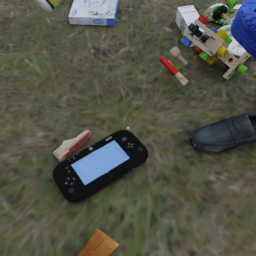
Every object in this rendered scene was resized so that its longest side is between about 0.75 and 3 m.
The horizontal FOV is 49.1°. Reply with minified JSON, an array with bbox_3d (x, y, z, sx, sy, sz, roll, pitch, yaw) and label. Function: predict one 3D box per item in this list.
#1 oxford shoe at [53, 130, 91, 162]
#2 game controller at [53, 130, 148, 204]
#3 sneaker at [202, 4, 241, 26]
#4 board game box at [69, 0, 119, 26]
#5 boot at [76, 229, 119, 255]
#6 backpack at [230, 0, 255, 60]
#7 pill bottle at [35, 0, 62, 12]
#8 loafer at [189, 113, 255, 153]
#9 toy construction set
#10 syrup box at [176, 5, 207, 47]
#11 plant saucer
[{"bbox_3d":[-1.374,0.364,6.881,0.390,0.374,1.057,36,63,24],"label":"oxford shoe"},{"bbox_3d":[-0.626,0.826,6.510,2.175,0.458,1.135,-29,61,-19],"label":"game controller"},{"bbox_3d":[3.348,-3.774,9.593,1.688,0.649,0.748,-4,64,0],"label":"sneaker"},{"bbox_3d":[-1.191,-4.315,10.082,1.579,0.344,1.586,4,56,3],"label":"board game box"},{"bbox_3d":[-0.559,2.678,5.393,1.044,0.380,1.109,30,53,27],"label":"boot"},{"bbox_3d":[2.694,-1.825,4.799,1.273,1.314,1.566,-41,76,-4],"label":"backpack"},{"bbox_3d":[-1.621,-3.448,6.392,1.444,0.812,0.812,-45,64,1],"label":"pill bottle"},{"bbox_3d":[2.696,0.016,6.813,2.442,0.857,0.829,-9,56,-6],"label":"loafer"},{"bbox_3d":[2.337,-1.996,7.888,2.332,1.945,1.792,-39,75,-1],"label":"toy construction set"},{"bbox_3d":[2.098,-3.409,9.325,0.590,0.570,1.448,-10,56,-6],"label":"syrup box"},{"bbox_3d":[3.511,-2.698,8.956,1.537,0.386,1.537,0,56,-1],"label":"plant saucer"}]
